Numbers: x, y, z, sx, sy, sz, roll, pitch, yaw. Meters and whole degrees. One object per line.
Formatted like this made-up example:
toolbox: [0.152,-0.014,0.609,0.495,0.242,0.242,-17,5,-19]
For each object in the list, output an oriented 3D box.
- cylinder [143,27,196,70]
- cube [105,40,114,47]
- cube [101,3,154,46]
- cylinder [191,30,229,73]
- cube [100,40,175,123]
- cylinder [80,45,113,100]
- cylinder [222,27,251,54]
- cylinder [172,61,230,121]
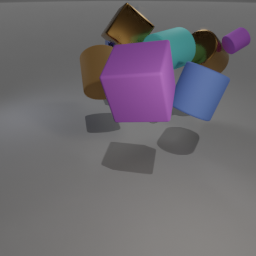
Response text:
cylinder: [1.433,-2.753,9.982,1.400,1.400,1.400,-26,37,-33]
cube: [-0.596,-3.729,12.298,0.700,0.700,0.700,1,12,-18]
cube: [-0.052,-3.870,11.203,1.400,1.400,1.400,34,4,-19]
cylinder: [3.000,-2.838,10.823,1.400,1.400,1.400,24,4,38]
cube: [0.319,-1.102,6.762,1.400,1.400,1.400,0,45,18]
cylinder: [-0.916,-1.909,9.756,1.400,1.400,1.400,-6,69,-11]
cylinder: [3.844,-3.106,9.980,0.700,0.700,0.700,-31,35,-8]
cylinder: [2.148,-1.119,8.549,1.400,1.400,1.400,21,14,-6]
